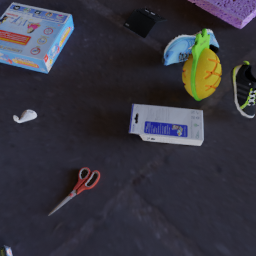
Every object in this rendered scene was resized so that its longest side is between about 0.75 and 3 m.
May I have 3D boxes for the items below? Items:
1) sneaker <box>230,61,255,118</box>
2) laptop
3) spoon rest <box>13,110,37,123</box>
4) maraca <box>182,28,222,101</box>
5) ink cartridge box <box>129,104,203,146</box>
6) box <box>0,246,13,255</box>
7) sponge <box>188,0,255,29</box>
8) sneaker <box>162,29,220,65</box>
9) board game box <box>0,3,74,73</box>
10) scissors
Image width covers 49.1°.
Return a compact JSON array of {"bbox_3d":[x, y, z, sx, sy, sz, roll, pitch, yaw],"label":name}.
[{"bbox_3d":[3.529,-1.128,8.293,0.604,0.698,1.685,-13,88,-31],"label":"sneaker"},{"bbox_3d":[0.680,-4.099,10.886,1.116,0.651,1.260,38,41,19],"label":"laptop"},{"bbox_3d":[-2.955,-0.330,8.022,0.391,0.239,0.788,30,25,13],"label":"spoon rest"},{"bbox_3d":[2.209,-1.839,8.407,1.129,2.111,1.447,11,38,30],"label":"maraca"},{"bbox_3d":[1.124,-0.108,8.309,2.139,0.419,1.064,7,61,2],"label":"ink cartridge box"},{"bbox_3d":[-3.034,3.833,5.986,1.399,0.386,2.049,-21,62,-12],"label":"box"},{"bbox_3d":[3.797,-5.231,11.332,1.658,0.443,2.972,-41,67,-21],"label":"sponge"},{"bbox_3d":[2.188,-2.637,9.570,2.236,0.876,1.006,-24,65,-13],"label":"sneaker"},{"bbox_3d":[-3.538,-3.289,10.042,2.427,0.678,2.376,15,61,9],"label":"board game box"},{"bbox_3d":[-1.376,1.730,7.394,0.601,0.115,1.644,28,62,13],"label":"scissors"}]
